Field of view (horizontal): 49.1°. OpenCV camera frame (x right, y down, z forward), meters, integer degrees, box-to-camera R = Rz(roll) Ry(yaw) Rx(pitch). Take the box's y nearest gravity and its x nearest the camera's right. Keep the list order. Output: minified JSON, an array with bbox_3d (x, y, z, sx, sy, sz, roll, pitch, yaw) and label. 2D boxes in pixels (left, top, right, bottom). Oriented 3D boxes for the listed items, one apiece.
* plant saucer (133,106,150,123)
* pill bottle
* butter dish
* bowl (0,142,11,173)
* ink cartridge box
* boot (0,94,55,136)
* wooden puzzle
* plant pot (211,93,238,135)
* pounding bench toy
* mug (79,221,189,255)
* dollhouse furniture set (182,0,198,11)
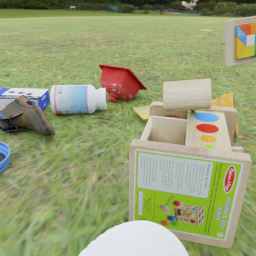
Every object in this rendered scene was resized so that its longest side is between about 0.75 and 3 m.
[{"bbox_3d":[0.764,-0.449,9.193,0.951,0.231,0.951,-10,28,-17],"label":"plant saucer"},{"bbox_3d":[-1.634,-0.961,9.410,1.763,0.958,0.958,-1,26,-3],"label":"pill bottle"},{"bbox_3d":[-0.368,-1.529,10.473,1.593,1.177,1.588,17,-14,35],"label":"butter dish"},{"bbox_3d":[-3.569,0.792,6.615,1.524,0.299,1.524,0,26,0],"label":"bowl"},{"bbox_3d":[-4.194,-0.987,9.896,2.531,0.560,1.190,1,26,3],"label":"ink cartridge box"},{"bbox_3d":[-3.063,-0.117,8.096,1.217,0.938,2.511,-34,38,-22],"label":"boot"},{"bbox_3d":[2.773,-2.010,6.473,1.117,1.033,0.208,-12,20,-13],"label":"wooden puzzle"},{"bbox_3d":[2.539,-0.334,8.097,1.089,1.189,1.189,-7,22,24],"label":"plant pot"},{"bbox_3d":[1.103,0.193,5.041,1.718,2.766,2.158,6,28,12],"label":"pounding bench toy"},{"bbox_3d":[0.200,2.095,2.887,2.123,1.567,1.861,36,28,4],"label":"mug"},{"bbox_3d":[2.370,-4.841,9.818,0.547,0.955,1.120,29,-1,-4],"label":"dollhouse furniture set"}]
